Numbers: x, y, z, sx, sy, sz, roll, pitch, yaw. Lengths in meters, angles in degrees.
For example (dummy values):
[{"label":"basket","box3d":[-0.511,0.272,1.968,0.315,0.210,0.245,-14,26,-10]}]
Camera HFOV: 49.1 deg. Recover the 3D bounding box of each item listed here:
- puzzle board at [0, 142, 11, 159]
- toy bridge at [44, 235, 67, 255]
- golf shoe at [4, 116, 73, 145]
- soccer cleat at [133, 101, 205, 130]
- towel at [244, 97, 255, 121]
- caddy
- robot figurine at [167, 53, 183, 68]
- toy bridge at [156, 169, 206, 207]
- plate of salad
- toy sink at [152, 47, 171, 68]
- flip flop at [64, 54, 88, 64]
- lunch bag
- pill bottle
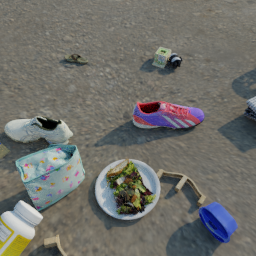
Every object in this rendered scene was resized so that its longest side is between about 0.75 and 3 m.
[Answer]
[{"label":"puzzle board","box3d":[-5.100,1.013,10.515,0.823,0.095,1.092,31,57,24]},{"label":"toy bridge","box3d":[-1.884,4.142,7.794,0.795,0.322,2.365,-8,51,-10]},{"label":"golf shoe","box3d":[-3.493,-0.099,10.644,2.724,1.324,1.067,6,53,7]},{"label":"soccer cleat","box3d":[1.656,-0.581,11.175,2.940,1.076,1.003,-1,51,-1]},{"label":"towel","box3d":[5.907,-0.682,11.472,1.888,0.808,1.563,-25,56,-21]},{"label":"caddy","box3d":[2.682,2.871,8.499,0.639,0.860,1.217,-25,54,-24]},{"label":"robot figurine","box3d":[2.318,-3.309,13.800,0.615,0.511,0.819,11,43,-32]},{"label":"toy bridge","box3d":[1.836,1.918,9.660,1.869,0.254,0.628,31,57,23]},{"label":"plate of salad","box3d":[-0.016,1.949,9.411,2.214,0.532,2.214,-1,52,1]},{"label":"toy sink","box3d":[1.678,-3.534,13.949,0.628,0.540,0.963,22,54,17]},{"label":"flip flop","box3d":[-2.589,-3.521,14.058,1.235,0.356,0.501,16,52,13]},{"label":"lunch bag","box3d":[-2.387,1.470,9.098,1.943,1.655,1.185,-26,47,-21]},{"label":"pill bottle","box3d":[-3.382,3.104,7.855,1.115,1.115,1.983,31,72,23]}]
